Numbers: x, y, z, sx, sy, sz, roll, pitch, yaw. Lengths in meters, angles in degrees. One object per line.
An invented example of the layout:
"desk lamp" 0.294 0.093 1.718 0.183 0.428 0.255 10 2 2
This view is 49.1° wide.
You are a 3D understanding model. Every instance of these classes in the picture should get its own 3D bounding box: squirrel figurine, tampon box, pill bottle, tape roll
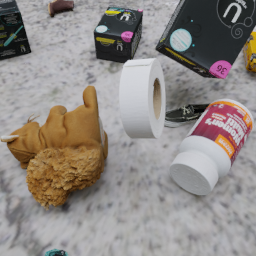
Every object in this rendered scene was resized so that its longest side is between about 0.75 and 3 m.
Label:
"squirrel figurine" -1.759 0.514 6.626 2.369 1.796 2.538 -8 49 2
"tampon box" -0.300 -3.364 10.029 1.338 1.127 1.786 11 52 9
"pill bottle" 2.067 0.431 6.915 1.281 1.281 2.339 29 57 21
"tampon box" -4.228 -3.431 9.753 1.207 1.611 1.017 -18 53 -17
"tampon box" 2.017 -2.616 6.935 1.713 2.286 1.443 26 8 -8
"tape roll" 0.310 -0.535 5.183 0.518 1.480 1.480 1 50 19

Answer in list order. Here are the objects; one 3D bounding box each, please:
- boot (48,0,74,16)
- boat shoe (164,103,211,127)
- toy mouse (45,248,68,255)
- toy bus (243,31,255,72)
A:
"boot" -2.831 -5.147 11.891 0.983 0.427 1.182 -1 48 2
"boat shoe" 1.719 -0.451 8.096 1.642 0.523 0.580 -9 52 -7
"toy mouse" -1.400 2.905 5.605 1.132 0.246 1.274 -24 56 -18
"toy bus" 4.422 -2.608 9.654 0.636 0.764 1.953 8 52 5
